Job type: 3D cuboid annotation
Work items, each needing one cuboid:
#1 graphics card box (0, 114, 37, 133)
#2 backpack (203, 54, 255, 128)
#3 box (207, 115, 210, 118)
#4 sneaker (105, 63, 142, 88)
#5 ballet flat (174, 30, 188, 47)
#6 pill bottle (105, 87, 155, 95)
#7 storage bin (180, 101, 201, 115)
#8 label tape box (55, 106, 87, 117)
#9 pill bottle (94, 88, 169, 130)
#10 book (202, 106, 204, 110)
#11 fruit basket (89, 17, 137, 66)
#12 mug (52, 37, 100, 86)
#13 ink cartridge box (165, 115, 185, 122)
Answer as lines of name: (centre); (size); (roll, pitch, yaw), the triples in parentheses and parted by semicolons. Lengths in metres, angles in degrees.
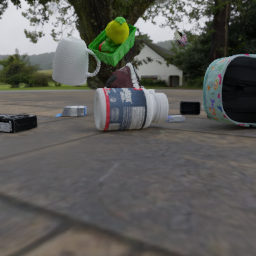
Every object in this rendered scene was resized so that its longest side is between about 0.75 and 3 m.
graphics card box: (-4.245, -0.199, 9.664); (1.869, 0.475, 1.173); (2, 9, 20)
backpack: (4.058, -1.323, 9.981); (2.904, 2.578, 2.187); (-1, 7, -24)
box: (4.566, -0.591, 12.285); (1.537, 0.385, 1.549); (-7, 12, -29)
sneaker: (-0.139, -1.548, 13.095); (1.684, 2.916, 1.103); (-20, -28, 11)
ballet flat: (1.710, -3.041, 9.328); (0.369, 0.359, 1.038); (30, 31, -24)
pill bottle: (0.075, -1.443, 14.178); (2.483, 1.396, 1.396); (3, 10, 11)
storage bin: (3.029, -0.980, 13.697); (0.956, 0.646, 0.448); (1, 10, 5)
label tape box: (-2.714, -0.816, 13.357); (1.389, 0.439, 1.001); (0, 10, -4)
pill bottle: (0.096, -0.666, 9.614); (2.362, 1.413, 1.413); (-3, 10, -16)
book: (5.004, -1.130, 15.569); (0.973, 0.350, 1.456); (-9, 12, -33)
fruit basket: (-0.478, -3.144, 9.568); (1.236, 1.713, 1.713); (27, 22, 25)
mug: (-1.911, -2.499, 10.539); (1.761, 1.544, 1.300); (13, 26, 2)
ink cartridge box: (1.829, -0.380, 11.509); (0.935, 0.207, 0.439); (-4, 9, -18)
